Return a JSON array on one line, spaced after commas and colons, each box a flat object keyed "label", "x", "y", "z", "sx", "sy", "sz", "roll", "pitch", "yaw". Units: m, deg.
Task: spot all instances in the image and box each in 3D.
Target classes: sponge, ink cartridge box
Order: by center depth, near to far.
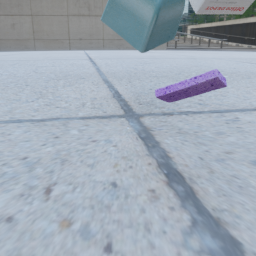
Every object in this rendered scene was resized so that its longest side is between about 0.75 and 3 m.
[{"label": "sponge", "x": 0.979, "y": -0.626, "z": 4.383, "sx": 1.012, "sy": 0.151, "sz": 0.564, "roll": -15, "pitch": -13, "yaw": 31}, {"label": "ink cartridge box", "x": 2.272, "y": -3.294, "z": 5.681, "sx": 1.433, "sy": 0.827, "sz": 1.961, "roll": -9, "pitch": -20, "yaw": -21}]

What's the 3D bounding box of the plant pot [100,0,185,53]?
[{"label": "plant pot", "x": 0.648, "y": -3.953, "z": 8.804, "sx": 1.954, "sy": 1.996, "sz": 1.959, "roll": 42, "pitch": 49, "yaw": 15}]
